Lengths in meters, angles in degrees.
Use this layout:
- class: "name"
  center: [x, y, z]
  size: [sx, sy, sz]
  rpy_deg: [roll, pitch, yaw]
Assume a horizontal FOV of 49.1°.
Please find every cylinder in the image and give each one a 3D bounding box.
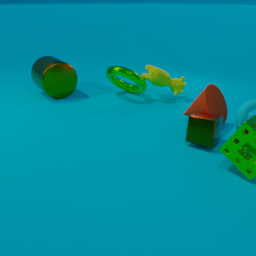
- class: "cylinder"
  center: [-2.848, -1.973, 10.786]
  size: [1.380, 1.380, 1.380]
  rpy_deg: [-17, 31, -30]

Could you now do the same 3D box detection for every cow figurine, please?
- class: "cow figurine"
  center: [1.364, -1.758, 10.263]
  size: [1.369, 0.764, 1.391]
  rpy_deg: [29, 9, 41]

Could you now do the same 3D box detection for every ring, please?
- class: "ring"
  center: [-0.066, -1.806, 10.576]
  size: [1.683, 0.337, 1.683]
  rpy_deg: [22, -12, 5]

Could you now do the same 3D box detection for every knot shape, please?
- class: "knot shape"
  center: [3.725, -0.398, 7.410]
  size: [1.676, 1.568, 0.774]
  rpy_deg: [2, 57, -42]

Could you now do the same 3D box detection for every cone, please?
- class: "cone"
  center: [2.134, -0.557, 8.394]
  size: [1.193, 1.189, 1.189]
  rpy_deg: [-18, 8, 45]

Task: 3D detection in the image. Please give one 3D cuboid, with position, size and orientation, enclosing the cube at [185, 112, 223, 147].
- class: "cube"
  center: [2.011, 0.017, 7.367]
  size: [0.714, 0.714, 0.714]
  rpy_deg: [13, 17, 31]

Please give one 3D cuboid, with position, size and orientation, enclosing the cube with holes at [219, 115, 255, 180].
- class: "cube with holes"
  center: [2.803, 0.376, 6.147]
  size: [0.919, 0.919, 0.919]
  rpy_deg: [-21, 61, -44]
